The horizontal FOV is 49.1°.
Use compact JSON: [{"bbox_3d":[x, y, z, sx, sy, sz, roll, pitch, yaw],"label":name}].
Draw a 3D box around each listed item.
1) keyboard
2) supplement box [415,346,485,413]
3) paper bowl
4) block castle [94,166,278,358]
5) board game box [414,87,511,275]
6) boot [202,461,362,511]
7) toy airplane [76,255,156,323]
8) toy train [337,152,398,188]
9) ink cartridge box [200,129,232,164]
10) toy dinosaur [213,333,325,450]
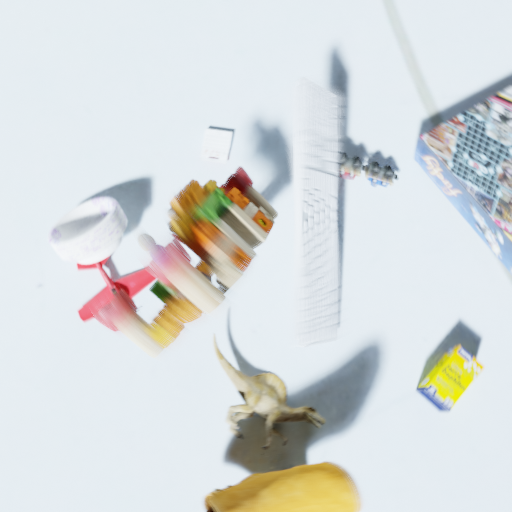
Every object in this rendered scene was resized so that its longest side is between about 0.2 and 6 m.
[{"bbox_3d":[1.164,-0.772,10.438,0.256,1.353,4.806,-1,88,41],"label":"keyboard"},{"bbox_3d":[3.670,2.339,10.623,0.609,0.613,1.120,41,79,10],"label":"supplement box"},{"bbox_3d":[-3.245,-0.427,11.038,1.502,0.781,1.502,-16,34,11],"label":"paper bowl"},{"bbox_3d":[-1.168,-0.105,9.632,1.576,2.245,3.360,45,37,-9],"label":"block castle"},{"bbox_3d":[5.818,-1.197,10.970,3.198,0.817,4.721,-28,66,-7],"label":"board game box"},{"bbox_3d":[0.296,3.985,8.975,1.873,2.616,0.920,-7,77,-29],"label":"boot"},{"bbox_3d":[-2.930,0.526,11.253,1.731,0.318,1.731,0,74,-2],"label":"toy airplane"},{"bbox_3d":[1.896,-1.808,11.530,2.175,0.498,0.371,13,42,-11],"label":"toy train"},{"bbox_3d":[-0.866,-2.353,12.095,0.594,0.209,0.731,9,83,2],"label":"ink cartridge box"},{"bbox_3d":[-0.058,2.734,10.597,2.668,0.777,1.349,34,62,1],"label":"toy dinosaur"}]
